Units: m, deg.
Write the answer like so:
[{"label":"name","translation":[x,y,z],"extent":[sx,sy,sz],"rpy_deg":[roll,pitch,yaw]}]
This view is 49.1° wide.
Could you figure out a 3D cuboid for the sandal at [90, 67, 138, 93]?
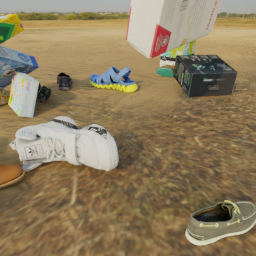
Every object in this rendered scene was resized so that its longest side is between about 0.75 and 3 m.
[{"label":"sandal","translation":[-0.647,-2.228,12.313],"extent":[2.335,1.017,0.928],"rpy_deg":[10,28,24]}]

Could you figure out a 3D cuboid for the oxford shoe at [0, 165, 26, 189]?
[{"label":"oxford shoe","translation":[-3.148,0.873,5.768],"extent":[1.968,0.702,0.702],"rpy_deg":[0,23,-5]}]

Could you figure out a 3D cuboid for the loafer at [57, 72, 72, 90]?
[{"label":"loafer","translation":[-2.910,-2.273,12.846],"extent":[0.714,0.626,1.986],"rpy_deg":[-6,25,-13]}]

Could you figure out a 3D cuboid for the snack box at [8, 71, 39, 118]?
[{"label":"snack box","translation":[-3.587,-1.170,9.549],"extent":[0.501,1.249,1.481],"rpy_deg":[4,17,-39]}]

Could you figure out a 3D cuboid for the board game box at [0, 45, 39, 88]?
[{"label":"board game box","translation":[-4.855,-1.909,9.769],"extent":[2.532,0.549,2.519],"rpy_deg":[-26,-3,13]}]

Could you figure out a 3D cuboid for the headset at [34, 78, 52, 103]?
[{"label":"headset","translation":[-3.403,-1.318,10.476],"extent":[1.724,0.810,1.065],"rpy_deg":[8,-19,47]}]

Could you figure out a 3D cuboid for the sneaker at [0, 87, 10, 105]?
[{"label":"sneaker","translation":[-5.247,-1.085,10.124],"extent":[0.806,0.696,1.839],"rpy_deg":[-14,-3,42]}]

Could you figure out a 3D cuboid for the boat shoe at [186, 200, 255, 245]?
[{"label":"boat shoe","translation":[1.623,1.489,4.675],"extent":[1.458,0.436,0.521],"rpy_deg":[-11,26,-23]}]

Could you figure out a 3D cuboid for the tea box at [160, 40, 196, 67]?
[{"label":"tea box","translation":[2.925,-4.592,16.284],"extent":[1.389,2.045,2.079],"rpy_deg":[14,28,27]}]

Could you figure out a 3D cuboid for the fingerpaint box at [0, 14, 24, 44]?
[{"label":"fingerpaint box","translation":[-3.790,-2.667,7.742],"extent":[1.353,0.496,1.129],"rpy_deg":[7,42,31]}]

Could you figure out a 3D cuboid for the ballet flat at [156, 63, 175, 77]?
[{"label":"ballet flat","translation":[2.421,-2.956,14.067],"extent":[2.007,0.681,0.726],"rpy_deg":[10,59,33]}]

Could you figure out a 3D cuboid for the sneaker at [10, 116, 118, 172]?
[{"label":"sneaker","translation":[-1.505,0.490,6.267],"extent":[1.568,1.025,2.729],"rpy_deg":[-20,26,-37]}]

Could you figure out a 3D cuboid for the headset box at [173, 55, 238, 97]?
[{"label":"headset box","translation":[3.226,-2.248,11.904],"extent":[1.959,1.044,2.249],"rpy_deg":[-4,34,-10]}]

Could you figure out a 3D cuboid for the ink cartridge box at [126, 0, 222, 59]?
[{"label":"ink cartridge box","translation":[1.022,-2.514,5.818],"extent":[2.017,1.488,0.863],"rpy_deg":[-31,59,-32]}]
